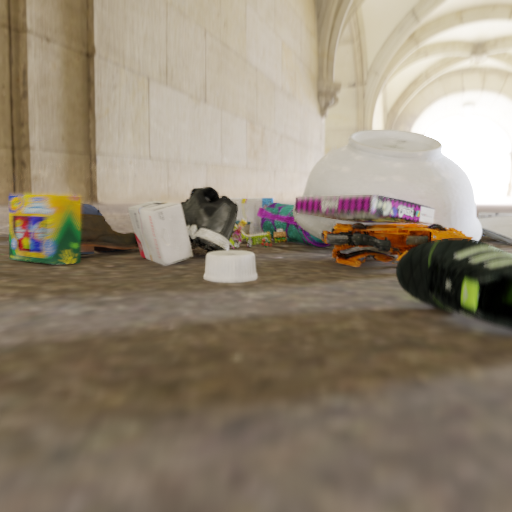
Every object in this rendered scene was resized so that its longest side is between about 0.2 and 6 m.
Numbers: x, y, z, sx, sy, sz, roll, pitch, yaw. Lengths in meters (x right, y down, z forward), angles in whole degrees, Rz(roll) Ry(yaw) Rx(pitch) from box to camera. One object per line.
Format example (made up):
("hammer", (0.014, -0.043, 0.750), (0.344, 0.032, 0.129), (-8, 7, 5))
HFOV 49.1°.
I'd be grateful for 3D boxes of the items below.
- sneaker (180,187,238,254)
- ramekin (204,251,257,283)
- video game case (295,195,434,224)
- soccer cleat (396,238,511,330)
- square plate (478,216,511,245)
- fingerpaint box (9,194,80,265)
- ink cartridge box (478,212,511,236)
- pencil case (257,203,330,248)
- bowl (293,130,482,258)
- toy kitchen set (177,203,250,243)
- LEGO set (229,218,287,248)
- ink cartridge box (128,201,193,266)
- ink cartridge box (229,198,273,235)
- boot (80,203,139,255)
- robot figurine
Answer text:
("sneaker", (-1.200, -0.753, 10.795), (0.897, 1.221, 2.699), (32, -12, -37))
("ramekin", (-0.357, 0.137, 7.797), (0.752, 0.366, 0.752), (0, 7, 0))
("video game case", (1.705, -0.733, 8.952), (1.498, 0.296, 1.653), (5, 0, -38))
("soccer cleat", (2.076, 0.265, 5.230), (0.911, 0.759, 2.248), (-1, 9, -33))
("square plate", (6.061, -0.586, 12.982), (1.876, 0.267, 1.858), (-6, 17, -18))
("fingerpaint box", (-3.578, -0.466, 9.409), (1.359, 1.134, 0.499), (5, 5, 35))
("ink cartridge box", (6.187, -0.815, 14.487), (0.836, 0.612, 0.359), (2, 7, 19))
("pencil case", (0.912, -0.735, 12.532), (1.010, 0.930, 2.185), (20, -3, -26))
("bowl", (2.705, -1.503, 11.299), (3.832, 1.722, 3.832), (2, 26, -1))
("toy kitchen set", (-1.040, -0.718, 12.481), (1.243, 0.914, 1.551), (4, 9, 30))
("LEGO set", (-0.164, -0.423, 11.685), (1.582, 0.727, 0.589), (25, 26, -4))
("ink cartridge box", (-1.648, -0.413, 9.547), (0.558, 0.961, 1.303), (-19, 16, -27))
("ink cartridge box", (-0.460, -0.953, 13.961), (1.564, 1.005, 0.979), (-2, 7, -20))
("boot", (-2.889, -0.539, 10.520), (0.749, 0.971, 2.004), (-5, 2, 32))
("robot figurine", (2.214, -0.185, 9.108), (2.310, 0.672, 1.675), (1, 7, 12))
